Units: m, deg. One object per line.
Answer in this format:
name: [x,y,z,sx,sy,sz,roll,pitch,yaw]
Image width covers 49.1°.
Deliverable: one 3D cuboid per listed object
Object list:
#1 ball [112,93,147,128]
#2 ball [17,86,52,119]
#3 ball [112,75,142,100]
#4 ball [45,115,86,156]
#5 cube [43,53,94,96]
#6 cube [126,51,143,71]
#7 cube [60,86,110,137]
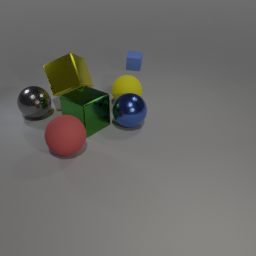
ball: [0.069,-0.714,11.249,1.400,1.400,1.400,0,31,0]
ball: [-4.001,-1.103,11.999,1.400,1.400,1.400,0,31,0]
ball: [-0.050,-1.727,12.937,1.400,1.400,1.400,0,31,0]
ball: [-2.140,0.249,9.632,1.400,1.400,1.400,0,31,0]
cube: [-2.568,-2.263,12.270,1.400,1.400,1.400,-19,-1,16]
cube: [0.304,-3.261,13.630,0.700,0.700,0.700,7,42,4]
cube: [-1.689,-0.703,11.258,1.400,1.400,1.400,22,37,33]
